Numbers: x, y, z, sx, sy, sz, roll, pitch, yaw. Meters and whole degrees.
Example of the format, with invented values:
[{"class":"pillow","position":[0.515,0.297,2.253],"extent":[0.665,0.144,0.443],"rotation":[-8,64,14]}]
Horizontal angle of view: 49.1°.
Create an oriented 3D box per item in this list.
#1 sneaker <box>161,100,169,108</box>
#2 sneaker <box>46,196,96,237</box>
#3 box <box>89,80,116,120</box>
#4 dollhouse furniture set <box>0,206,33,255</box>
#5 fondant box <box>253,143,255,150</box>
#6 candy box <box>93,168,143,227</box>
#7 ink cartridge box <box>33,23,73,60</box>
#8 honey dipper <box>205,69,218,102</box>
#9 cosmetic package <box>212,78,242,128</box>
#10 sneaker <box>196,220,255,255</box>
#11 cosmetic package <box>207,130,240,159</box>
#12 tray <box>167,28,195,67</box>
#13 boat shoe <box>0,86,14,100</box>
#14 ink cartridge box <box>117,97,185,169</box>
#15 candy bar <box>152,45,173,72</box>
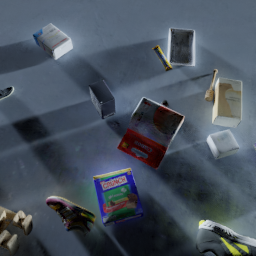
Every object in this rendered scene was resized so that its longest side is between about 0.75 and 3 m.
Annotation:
[{"class":"sneaker","position":[1.439,-0.844,11.004],"extent":[0.317,0.484,0.838],"rotation":[11,61,6]},{"class":"sneaker","position":[-1.931,2.788,8.865],"extent":[1.751,0.656,0.789],"rotation":[19,56,11]},{"class":"box","position":[-0.971,-1.092,10.818],"extent":[0.651,1.048,1.057],"rotation":[-26,64,-13]},{"class":"dollhouse furniture set","position":[-4.273,3.427,8.433],"extent":[1.953,1.383,2.126],"rotation":[19,41,10]},{"class":"fondant box","position":[5.164,1.105,9.318],"extent":[0.608,1.507,2.089],"rotation":[-13,61,-6]},{"class":"candy box","position":[-0.325,2.243,9.198],"extent":[1.330,0.606,1.573],"rotation":[-14,60,-6]},{"class":"ink cartridge box","position":[-3.371,-3.900,12.641],"extent":[1.462,0.619,1.057],"rotation":[40,68,21]},{"class":"honey dipper","position":[3.520,-1.822,11.693],"extent":[0.325,0.325,1.713],"rotation":[17,58,9]},{"class":"cosmetic package","position":[3.898,-1.002,10.990],"extent":[0.979,0.662,1.862],"rotation":[9,61,5]},{"class":"sneaker","position":[3.209,3.707,8.306],"extent":[2.527,0.941,1.069],"rotation":[20,68,21]},{"class":"cosmetic package","position":[3.440,0.596,10.189],"extent":[0.819,0.503,0.816],"rotation":[-16,62,-7]},{"class":"tray","position":[2.415,-3.635,12.708],"extent":[1.217,0.251,2.267],"rotation":[6,61,4]},{"class":"boat shoe","position":[-5.119,-1.419,11.435],"extent":[0.980,0.305,0.366],"rotation":[-36,65,-20]},{"class":"ink cartridge box","position":[0.799,0.138,10.252],"extent":[1.761,0.544,2.171],"rotation":[27,73,14]},{"class":"candy bar","position":[1.141,-2.312,9.313],"extent":[0.260,1.043,0.116],"rotation":[-18,40,29]}]
